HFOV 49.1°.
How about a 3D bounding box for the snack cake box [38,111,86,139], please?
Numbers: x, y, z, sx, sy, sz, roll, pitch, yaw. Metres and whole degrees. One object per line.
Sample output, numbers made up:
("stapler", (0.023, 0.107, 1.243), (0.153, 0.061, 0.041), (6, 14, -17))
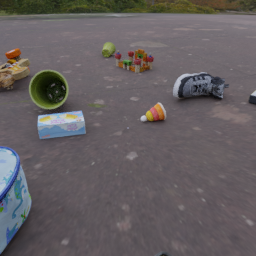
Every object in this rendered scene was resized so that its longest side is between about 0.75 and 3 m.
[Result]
("snack cake box", (-2.003, -0.104, 8.461), (1.341, 0.450, 0.771), (-7, 27, -13))

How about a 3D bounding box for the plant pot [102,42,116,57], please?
("plant pot", (-1.250, -4.766, 17.306), (0.822, 0.822, 0.755), (6, 40, 12))

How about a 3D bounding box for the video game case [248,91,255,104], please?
("video game case", (6.300, -1.144, 10.608), (2.662, 0.339, 2.406), (20, 33, 34))

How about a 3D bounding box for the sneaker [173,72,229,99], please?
("sneaker", (2.900, -1.583, 10.805), (2.435, 0.919, 1.385), (-21, 31, -39))

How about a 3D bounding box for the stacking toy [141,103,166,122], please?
("stacking toy", (0.788, -0.427, 9.136), (0.812, 0.593, 0.593), (-22, 31, -9))

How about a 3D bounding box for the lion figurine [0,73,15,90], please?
("lion figurine", (-5.850, -1.981, 11.737), (2.039, 0.739, 1.249), (16, 43, 15))

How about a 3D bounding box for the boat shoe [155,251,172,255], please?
("boat shoe", (0.429, 2.516, 2.929), (0.913, 0.839, 2.554), (0, 27, -1))

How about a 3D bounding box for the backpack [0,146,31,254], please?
("backpack", (-3.189, 1.034, 4.561), (2.742, 2.015, 2.509), (8, 32, 7))

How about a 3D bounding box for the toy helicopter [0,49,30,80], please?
("toy helicopter", (-5.188, -2.522, 12.344), (1.983, 1.183, 2.998), (-32, 33, -23))

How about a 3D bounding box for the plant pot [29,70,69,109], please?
("plant pot", (-2.668, -1.318, 10.004), (1.322, 1.322, 1.256), (-1, 3, -1))

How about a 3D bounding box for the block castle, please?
("block castle", (0.339, -3.647, 14.855), (1.303, 0.915, 1.949), (-20, 33, -35))
